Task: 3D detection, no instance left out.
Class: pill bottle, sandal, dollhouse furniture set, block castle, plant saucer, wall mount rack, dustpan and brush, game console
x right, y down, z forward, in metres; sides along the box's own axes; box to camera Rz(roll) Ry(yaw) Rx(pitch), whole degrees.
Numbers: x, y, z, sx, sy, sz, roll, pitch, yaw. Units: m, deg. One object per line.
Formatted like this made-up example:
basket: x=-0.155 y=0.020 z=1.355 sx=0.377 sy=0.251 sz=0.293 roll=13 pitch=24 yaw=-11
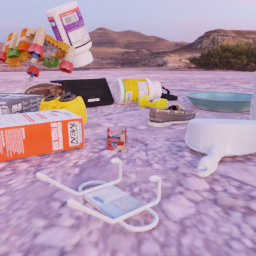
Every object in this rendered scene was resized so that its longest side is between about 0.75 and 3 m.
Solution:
pill bottle: x=-2.303 y=-3.800 z=11.585 sx=1.331 sy=2.390 sz=1.331 roll=-14 pitch=30 yaw=8
sandal: x=1.672 y=-1.827 z=14.106 sx=0.967 sy=0.581 sz=2.576 roll=-6 pitch=15 yaw=-23
dollhouse furniture set: x=-0.274 y=0.237 z=6.240 sx=0.450 sy=0.340 sz=0.837 roll=1 pitch=14 yaw=4
pill bottle: x=0.431 y=-1.611 z=12.208 sx=1.935 sy=1.074 sz=1.074 roll=-5 pitch=15 yaw=-20
block castle: x=-2.865 y=-2.146 z=8.642 sx=2.274 sy=1.067 sz=1.519 roll=5 pitch=-13 yaw=41
plant saucer: x=3.778 y=-1.051 z=11.106 sx=2.889 sy=0.519 sz=2.889 roll=0 pitch=15 yaw=0
wall mount rack: x=-0.351 y=0.796 z=3.535 sx=1.294 sy=0.555 sz=1.489 roll=-11 pitch=17 yaw=-37
dustpan and brush: x=1.830 y=0.292 z=5.573 sx=1.938 sy=0.795 sz=2.777 roll=3 pitch=7 yaw=30
game console: x=-1.928 y=-1.510 z=11.820 sx=2.094 sy=1.841 sz=1.218 roll=-12 pitch=-15 yaw=-39

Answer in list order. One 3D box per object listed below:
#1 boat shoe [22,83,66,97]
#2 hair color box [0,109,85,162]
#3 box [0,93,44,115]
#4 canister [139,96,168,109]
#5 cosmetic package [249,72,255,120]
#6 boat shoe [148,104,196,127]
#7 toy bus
boat shoe: x=-2.847 y=-1.310 z=11.338 sx=2.723 sy=0.982 sz=0.980 roll=-5 pitch=12 yaw=-44
hair color box: x=-2.212 y=0.122 z=5.930 sx=2.273 sy=0.726 sz=1.260 roll=-10 pitch=16 yaw=-29
box: x=-4.281 y=-0.597 z=8.782 sx=2.283 sy=0.720 sz=2.895 roll=3 pitch=14 yaw=8
canister: x=1.008 y=-1.006 z=11.166 sx=0.959 sy=0.415 sz=0.712 roll=15 pitch=20 yaw=43
cosmetic package: x=4.369 y=-0.659 z=7.250 sx=1.924 sy=1.586 sz=1.587 roll=3 pitch=13 yaw=10
boat shoe: x=1.395 y=-0.434 z=8.510 sx=1.862 sy=0.554 sz=0.669 roll=-9 pitch=17 yaw=-33
toy bus: x=-1.971 y=-0.277 z=7.541 sx=1.339 sy=0.909 sz=1.286 roll=4 pitch=30 yaw=23
